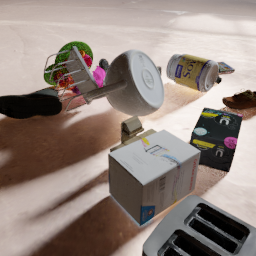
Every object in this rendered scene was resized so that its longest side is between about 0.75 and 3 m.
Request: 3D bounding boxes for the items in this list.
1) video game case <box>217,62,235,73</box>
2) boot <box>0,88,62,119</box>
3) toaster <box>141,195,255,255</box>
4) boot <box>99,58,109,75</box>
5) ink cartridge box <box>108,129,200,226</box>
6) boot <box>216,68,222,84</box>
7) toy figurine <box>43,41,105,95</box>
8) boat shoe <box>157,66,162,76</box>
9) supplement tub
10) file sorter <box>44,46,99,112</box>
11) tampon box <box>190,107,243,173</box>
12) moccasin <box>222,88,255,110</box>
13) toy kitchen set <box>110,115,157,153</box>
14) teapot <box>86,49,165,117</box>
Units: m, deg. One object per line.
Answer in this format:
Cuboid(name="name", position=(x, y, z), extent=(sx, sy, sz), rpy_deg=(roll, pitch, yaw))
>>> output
Cuboid(name="video game case", position=(4.847, -3.369, 15.686), extent=(1.815, 0.164, 1.299), rpy_deg=(-8, 34, -12))
Cuboid(name="boot", position=(-4.125, -1.160, 11.783), extent=(2.559, 0.991, 1.770), rpy_deg=(4, 27, -18))
Cuboid(name="toaster", position=(1.421, 2.614, 5.560), extent=(2.201, 1.306, 1.990), rpy_deg=(26, 40, 34))
Cuboid(name="boot", position=(-0.493, -2.696, 14.238), extent=(2.158, 0.858, 2.479), rpy_deg=(7, 37, 0))
Cuboid(name="ink cartridge box", position=(0.683, 1.217, 7.518), extent=(2.000, 1.472, 1.447), rpy_deg=(-22, 39, -31))
Cuboid(name="boot", position=(4.630, -2.651, 14.432), extent=(0.795, 0.445, 1.149), rpy_deg=(32, 58, 33))
Cuboid(name="toy figurine", position=(-2.220, -2.377, 13.015), extent=(2.794, 2.098, 2.572), rpy_deg=(-36, 53, -12))
Cuboid(name="boat shoe", position=(0.987, -2.558, 13.953), extent=(0.795, 0.839, 2.216), rpy_deg=(12, 26, 23))
Cuboid(name="supplement tub", position=(3.049, -2.683, 13.397), extent=(2.109, 1.533, 1.533), rpy_deg=(25, 41, 33))
Cuboid(name="file sorter", position=(-2.313, -1.902, 11.194), extent=(1.269, 1.414, 2.038), rpy_deg=(-25, 82, -32))
Cuboid(name="tampon box", position=(2.870, 0.318, 9.188), extent=(1.363, 1.148, 1.819), rpy_deg=(14, 36, 20))
Cuboid(name="moccasin", position=(5.097, -1.289, 11.856), extent=(2.312, 0.893, 0.846), rpy_deg=(-3, 34, -5))
Cuboid(name="toy kitchen set", position=(0.606, 0.607, 8.452), extent=(1.800, 1.468, 1.624), rpy_deg=(-25, 41, -33))
Cuboid(name="teapot", position=(-0.033, -1.592, 11.175), extent=(2.082, 2.851, 2.814), rpy_deg=(-18, 46, 33))
